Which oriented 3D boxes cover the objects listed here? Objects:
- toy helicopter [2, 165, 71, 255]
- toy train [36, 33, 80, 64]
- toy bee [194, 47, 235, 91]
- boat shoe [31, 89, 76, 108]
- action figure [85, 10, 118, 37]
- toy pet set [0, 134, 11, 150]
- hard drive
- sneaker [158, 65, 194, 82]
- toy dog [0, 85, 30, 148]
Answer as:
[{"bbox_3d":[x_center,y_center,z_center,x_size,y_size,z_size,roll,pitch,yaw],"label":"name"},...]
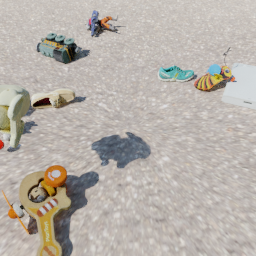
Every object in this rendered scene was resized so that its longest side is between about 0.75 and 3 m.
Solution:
[{"bbox_3d":[-1.946,1.932,6.161,1.448,0.863,2.189,-7,53,-19],"label":"toy helicopter"},{"bbox_3d":[-3.206,-3.627,12.702,2.083,0.888,1.187,23,55,24],"label":"toy train"},{"bbox_3d":[3.427,-1.965,10.416,1.014,1.866,1.221,46,24,7],"label":"toy bee"},{"bbox_3d":[-2.603,-0.955,9.759,1.559,0.575,0.539,-10,43,2],"label":"boat shoe"},{"bbox_3d":[-1.469,-5.387,14.993,1.720,0.930,1.778,3,68,14],"label":"action figure"},{"bbox_3d":[-4.708,-0.236,8.765,2.447,1.299,2.284,-2,75,2],"label":"toy pet set"},{"bbox_3d":[4.701,-1.617,10.665,1.751,0.349,2.655,16,43,18],"label":"hard drive"},{"bbox_3d":[1.934,-2.188,11.150,1.478,0.589,0.573,-3,41,-5],"label":"sneaker"},{"bbox_3d":[-2.559,-0.469,4.941,1.434,1.000,1.390,11,52,-9],"label":"toy dog"}]
